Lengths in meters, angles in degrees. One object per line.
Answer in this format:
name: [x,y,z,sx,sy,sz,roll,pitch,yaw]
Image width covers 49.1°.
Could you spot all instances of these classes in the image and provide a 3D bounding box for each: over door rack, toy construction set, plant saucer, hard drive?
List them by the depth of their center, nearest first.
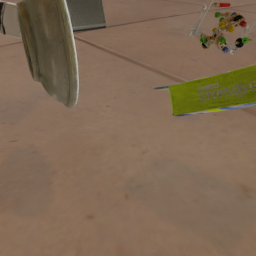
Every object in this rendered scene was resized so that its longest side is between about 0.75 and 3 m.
plant saucer: [-1.610,-1.629,5.299,0.665,2.651,2.651,-14,36,-19]
toy construction set: [2.544,-2.831,7.891,1.081,1.407,1.174,-8,-7,-23]
over door rack: [3.234,-3.610,8.733,1.722,2.331,0.776,20,48,-8]
hard drive: [-1.687,-3.794,9.132,1.795,1.253,0.295,-10,0,-9]

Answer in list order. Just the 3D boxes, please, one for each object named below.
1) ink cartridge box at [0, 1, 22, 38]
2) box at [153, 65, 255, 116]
ink cartridge box: [-3.400,-3.150,8.113,2.084,0.878,1.507,12,18,3]
box: [2.085,-0.698,5.147,2.780,0.662,1.695,-8,0,37]
